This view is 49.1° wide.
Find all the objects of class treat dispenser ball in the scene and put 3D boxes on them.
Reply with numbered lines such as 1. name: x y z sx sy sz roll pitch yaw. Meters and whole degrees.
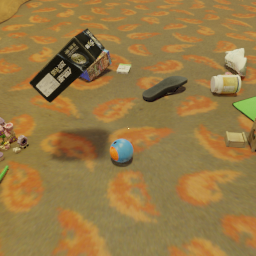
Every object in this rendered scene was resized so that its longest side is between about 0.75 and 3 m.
1. treat dispenser ball: -0.226 0.805 9.963 0.838 0.838 0.838 0 40 0

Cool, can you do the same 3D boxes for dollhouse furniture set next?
1. dollhouse furniture set: 4.835 0.621 9.830 2.281 1.268 2.018 3 40 4

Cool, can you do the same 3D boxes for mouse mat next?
1. mouse mat: 6.067 -0.669 12.308 1.943 0.091 2.415 -16 41 -18

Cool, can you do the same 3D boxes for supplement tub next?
1. supplement tub: 4.652 -2.095 13.380 1.218 0.879 0.879 -1 40 0

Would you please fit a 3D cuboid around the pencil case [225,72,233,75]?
1. pencil case: 5.203 -2.489 14.241 0.383 0.400 0.925 23 36 -19

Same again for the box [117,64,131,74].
1. box: -0.214 -3.228 15.291 0.647 0.163 0.897 7 42 8

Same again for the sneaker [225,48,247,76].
1. sneaker: 5.832 -3.511 15.168 1.071 0.940 2.673 -1 33 15

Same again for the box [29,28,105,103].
1. box: -1.829 -1.955 8.686 2.045 0.881 1.675 -38 18 20

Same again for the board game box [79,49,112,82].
1. board game box: -1.951 -3.440 14.713 1.361 0.827 1.707 28 62 29

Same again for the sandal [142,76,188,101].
1. sandal: 1.766 -1.884 13.513 2.446 0.524 0.930 -26 39 -14

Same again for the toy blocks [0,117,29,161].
1. toy blocks: -4.706 0.278 10.299 1.424 1.199 1.331 24 45 26

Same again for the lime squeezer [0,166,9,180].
1. lime squeezer: -4.603 2.014 8.978 0.775 0.414 2.194 -4 29 47
